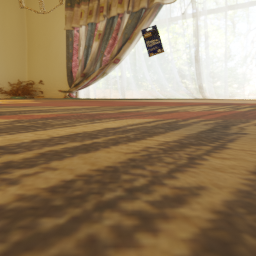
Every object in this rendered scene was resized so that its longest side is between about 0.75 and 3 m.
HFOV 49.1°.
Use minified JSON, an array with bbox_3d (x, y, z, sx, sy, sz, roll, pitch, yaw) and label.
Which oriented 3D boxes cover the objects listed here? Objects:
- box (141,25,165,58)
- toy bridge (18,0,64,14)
[{"bbox_3d":[0.799,-2.799,9.030,0.550,0.907,0.147,-19,19,3],"label":"box"},{"bbox_3d":[-1.785,-2.527,5.795,0.936,0.315,0.127,-5,28,1],"label":"toy bridge"}]
